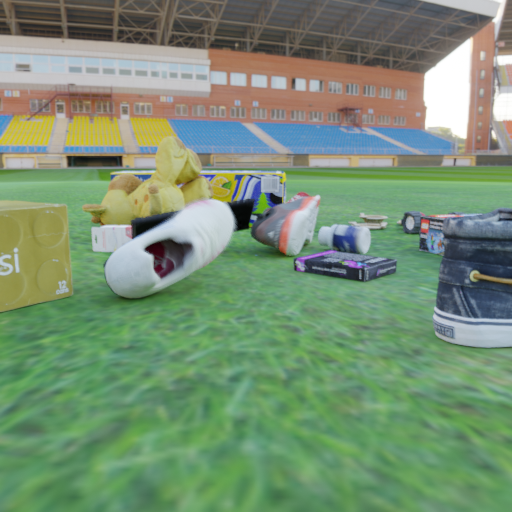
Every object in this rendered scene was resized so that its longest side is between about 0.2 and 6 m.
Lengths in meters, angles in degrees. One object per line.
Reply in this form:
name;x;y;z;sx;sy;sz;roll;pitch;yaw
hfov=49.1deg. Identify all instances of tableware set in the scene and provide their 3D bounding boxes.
tableware set;3.741;-0.927;15.336;2.382;0.276;1.989;2;10;13

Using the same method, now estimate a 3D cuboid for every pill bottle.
pill bottle;1.753;-0.343;11.215;0.952;0.529;0.529;8;13;31

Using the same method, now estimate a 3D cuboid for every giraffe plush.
giraffe plush;-2.547;-1.185;12.886;2.237;2.380;2.759;-7;42;23

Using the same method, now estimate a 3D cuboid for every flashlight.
flashlight;4.524;-0.877;14.155;1.773;0.600;0.602;-6;9;-25

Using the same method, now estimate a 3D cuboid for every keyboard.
keyboard;-1.251;-0.586;11.069;2.394;0.307;1.437;-11;-26;-15

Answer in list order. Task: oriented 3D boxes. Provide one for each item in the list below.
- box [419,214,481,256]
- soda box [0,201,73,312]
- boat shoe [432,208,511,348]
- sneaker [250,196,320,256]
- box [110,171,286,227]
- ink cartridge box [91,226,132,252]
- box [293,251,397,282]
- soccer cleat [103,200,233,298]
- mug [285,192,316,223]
box;5.560;-0.365;10.694;3.932;0.741;2.686;-3;10;-17
soda box;-4.005;0.119;6.268;1.216;1.287;3.800;7;12;34
boat shoe;3.287;0.184;5.806;2.903;1.318;1.027;-2;10;-9
sneaker;0.609;-0.781;11.559;1.126;1.060;2.750;13;14;14
box;-1.544;-1.634;15.786;4.728;1.520;1.656;1;10;4
ink cartridge box;-2.817;-0.343;11.234;0.893;0.520;0.301;2;10;9
box;1.452;0.153;9.183;1.386;0.250;0.991;7;13;42
soccer cleat;-0.934;-0.145;7.976;1.135;0.918;2.629;-13;17;40
mug;1.041;-1.095;14.650;0.924;0.695;1.041;36;53;29
